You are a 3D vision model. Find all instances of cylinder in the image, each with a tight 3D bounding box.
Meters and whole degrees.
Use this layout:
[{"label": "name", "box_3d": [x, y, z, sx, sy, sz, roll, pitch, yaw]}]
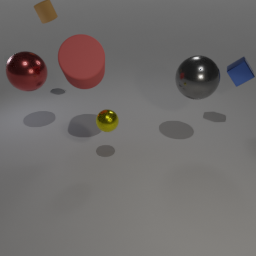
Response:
[{"label": "cylinder", "box_3d": [-3.292, -4.664, 11.215, 0.700, 0.700, 0.700, -16, 35, 11]}, {"label": "cylinder", "box_3d": [-1.438, -2.064, 8.979, 1.400, 1.400, 1.400, -3, -4, -5]}]

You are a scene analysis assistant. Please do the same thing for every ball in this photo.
[{"label": "ball", "box_3d": [-0.628, -0.219, 8.521, 0.700, 0.700, 0.700, 0, 29, 0]}, {"label": "ball", "box_3d": [-3.581, -1.997, 9.944, 1.400, 1.400, 1.400, 0, 29, 0]}, {"label": "ball", "box_3d": [2.227, -1.609, 8.993, 1.400, 1.400, 1.400, 0, 29, 0]}]

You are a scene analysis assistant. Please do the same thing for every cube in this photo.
[{"label": "cube", "box_3d": [4.074, -2.047, 10.163, 0.700, 0.700, 0.700, -30, 13, 30]}]
